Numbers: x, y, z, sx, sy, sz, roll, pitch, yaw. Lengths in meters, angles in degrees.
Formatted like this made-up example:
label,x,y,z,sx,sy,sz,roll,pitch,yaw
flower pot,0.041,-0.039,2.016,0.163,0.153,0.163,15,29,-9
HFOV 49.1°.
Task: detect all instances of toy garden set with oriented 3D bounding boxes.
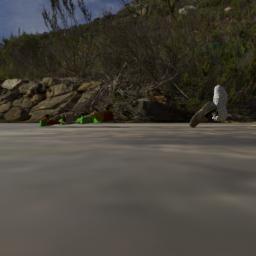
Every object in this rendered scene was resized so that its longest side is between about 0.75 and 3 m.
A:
label,x,y,z,sx,sy,sz,roll,pitch,yaw
toy garden set,-1.788,-0.405,9.924,2.520,0.503,2.101,-4,0,-20

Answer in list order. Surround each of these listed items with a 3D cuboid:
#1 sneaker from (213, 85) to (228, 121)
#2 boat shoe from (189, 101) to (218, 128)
label,x,y,z,sx,sy,sz,roll,pitch,yaw
sneaker,3.793,-1.011,11.692,0.608,1.517,0.534,-13,10,-29
boat shoe,2.249,-0.348,8.363,0.374,1.009,0.335,6,39,-49
